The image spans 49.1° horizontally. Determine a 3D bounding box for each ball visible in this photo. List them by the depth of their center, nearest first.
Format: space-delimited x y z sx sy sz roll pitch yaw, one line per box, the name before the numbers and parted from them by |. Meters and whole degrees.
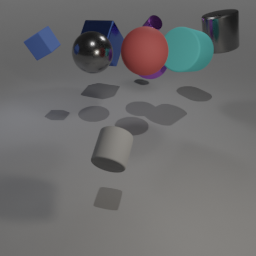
ball | 0.490 -2.256 8.266 1.400 1.400 1.400 0 30 0
ball | -1.208 -2.569 9.573 1.400 1.400 1.400 0 30 0
ball | 0.829 -2.532 10.466 1.400 1.400 1.400 0 30 0

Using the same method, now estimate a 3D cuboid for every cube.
cube | -2.770 -2.747 9.088 0.700 0.700 0.700 -19 29 28
cube | -1.170 -3.682 12.221 1.400 1.400 1.400 10 -14 22

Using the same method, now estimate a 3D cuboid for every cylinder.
cylinder | -0.307 0.429 5.559 0.700 0.700 0.700 8 60 13
cylinder | 1.995 -2.606 9.451 1.400 1.400 1.400 19 21 30
cylinder | 3.725 -3.890 11.280 1.400 1.400 1.400 -11 29 6
cylinder | 1.103 -4.662 12.809 0.700 0.700 0.700 -16 -4 -26
